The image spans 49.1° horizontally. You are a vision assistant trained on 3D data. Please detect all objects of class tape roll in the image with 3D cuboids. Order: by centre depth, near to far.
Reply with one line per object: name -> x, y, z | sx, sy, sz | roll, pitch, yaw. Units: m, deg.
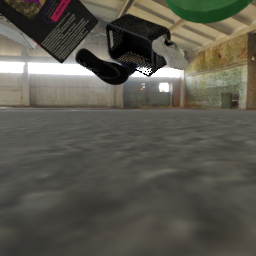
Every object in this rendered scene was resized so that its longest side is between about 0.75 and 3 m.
tape roll -> 1.669, -3.192, 5.642 | 2.085, 2.085, 0.501 | 2, -9, 21

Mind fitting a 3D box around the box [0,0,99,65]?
box -> -2.121, -2.894, 6.163 | 2.557, 1.356, 1.563 | 39, 9, -37

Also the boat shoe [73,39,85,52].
boat shoe -> -2.327, -3.828, 12.649 | 0.436, 0.370, 1.196 | -39, 12, -31

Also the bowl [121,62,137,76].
bowl -> -0.011, -2.668, 12.750 | 0.846, 0.846, 0.166 | 1, -36, 10

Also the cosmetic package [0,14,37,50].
cosmetic package -> -3.489, -3.618, 8.902 | 1.414, 1.415, 1.715 | 26, -3, -6

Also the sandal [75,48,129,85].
sandal -> -0.959, -2.250, 10.812 | 2.323, 0.883, 0.497 | 18, 17, -31

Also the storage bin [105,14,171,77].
storage bin -> 0.364, -3.098, 10.414 | 2.270, 1.535, 1.064 | 33, 57, 30

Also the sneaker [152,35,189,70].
sneaker -> 1.091, -1.823, 6.862 | 1.085, 0.404, 0.472 | 35, -28, -16
